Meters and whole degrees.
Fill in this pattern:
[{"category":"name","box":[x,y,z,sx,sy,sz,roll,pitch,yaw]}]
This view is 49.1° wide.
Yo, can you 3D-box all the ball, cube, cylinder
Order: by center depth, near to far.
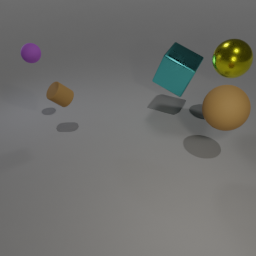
[{"category":"ball","box":[2.984,-0.613,8.549,1.400,1.400,1.400,0,31,0]},{"category":"cylinder","box":[-2.422,-1.194,10.003,0.700,0.700,0.700,31,5,-44]},{"category":"ball","box":[-3.467,-2.674,10.009,0.700,0.700,0.700,0,31,0]},{"category":"ball","box":[3.794,-2.518,10.191,1.400,1.400,1.400,0,31,0]},{"category":"cube","box":[2.087,-2.453,11.742,1.400,1.400,1.400,31,47,6]}]
